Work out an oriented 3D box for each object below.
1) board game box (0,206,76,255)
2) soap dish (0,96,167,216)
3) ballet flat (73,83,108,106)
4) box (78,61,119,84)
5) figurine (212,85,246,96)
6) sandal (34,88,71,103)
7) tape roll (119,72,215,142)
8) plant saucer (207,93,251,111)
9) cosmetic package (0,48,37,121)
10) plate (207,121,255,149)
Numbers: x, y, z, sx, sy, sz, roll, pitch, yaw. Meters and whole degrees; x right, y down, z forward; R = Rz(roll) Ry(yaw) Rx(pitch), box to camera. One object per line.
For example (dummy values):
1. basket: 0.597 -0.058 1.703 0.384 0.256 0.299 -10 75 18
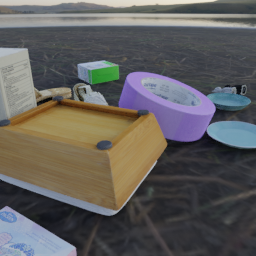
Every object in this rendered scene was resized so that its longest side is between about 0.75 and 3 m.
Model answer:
1. board game box: -1.664 1.720 3.439 1.462 0.317 1.455 15 28 31
2. soap dish: -0.968 0.310 5.525 2.954 1.200 2.324 10 26 24
3. ballet flat: -1.131 -0.781 8.422 0.895 0.895 2.575 -11 26 -22
4. box: -1.323 -2.486 12.470 1.413 0.683 1.247 -17 31 -31
5. figurine: 3.755 -1.408 10.491 0.934 0.402 0.912 -15 20 -29
6. sandal: -3.294 -1.305 9.490 2.800 0.921 1.027 -16 29 -32
7. tape roll: 0.994 -0.627 7.323 2.394 0.785 2.394 16 27 -8
8. plant saucer: 3.315 -0.857 9.319 1.391 0.250 1.391 -1 24 0
9. cosmetic package: -2.755 -0.568 6.227 0.970 2.224 1.149 7 25 15
10. plate: 2.763 0.197 7.023 1.548 0.198 1.548 0 23 0
